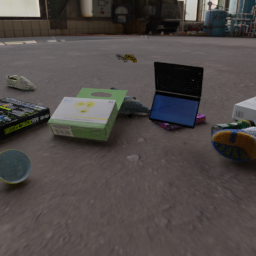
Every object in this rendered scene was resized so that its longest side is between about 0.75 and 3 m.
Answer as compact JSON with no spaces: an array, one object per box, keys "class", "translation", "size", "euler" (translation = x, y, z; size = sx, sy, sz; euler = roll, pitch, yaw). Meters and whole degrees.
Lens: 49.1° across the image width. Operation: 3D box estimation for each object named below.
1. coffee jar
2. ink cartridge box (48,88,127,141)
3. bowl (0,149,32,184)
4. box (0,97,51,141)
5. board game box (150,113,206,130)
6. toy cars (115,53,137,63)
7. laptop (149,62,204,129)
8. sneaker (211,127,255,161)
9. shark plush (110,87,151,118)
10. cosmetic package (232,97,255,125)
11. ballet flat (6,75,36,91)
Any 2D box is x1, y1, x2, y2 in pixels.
[{"class":"coffee jar","translation":[3.394,0.171,8.970],"size":[1.473,0.768,0.628],"euler":[-9,10,-23]},{"class":"ink cartridge box","translation":[-1.352,-0.831,10.337],"size":[2.081,0.686,2.860],"euler":[6,46,15]},{"class":"bowl","translation":[-2.978,1.037,7.167],"size":[0.892,0.892,0.480],"euler":[-21,-12,-40]},{"class":"box","translation":[-4.762,-0.423,10.614],"size":[2.607,0.619,2.518],"euler":[14,29,29]},{"class":"board game box","translation":[1.952,-0.380,10.951],"size":[1.875,0.303,1.125],"euler":[-12,21,-25]},{"class":"toy cars","translation":[-0.030,-2.050,8.080],"size":[0.368,0.182,0.821],"euler":[33,-9,-39]},{"class":"laptop","translation":[1.481,-1.049,8.945],"size":[1.583,1.786,0.922],"euler":[12,48,20]},{"class":"sneaker","translation":[3.556,0.412,8.326],"size":[2.376,0.894,1.047],"euler":[9,26,-4]},{"class":"shark plush","translation":[0.024,-0.715,11.660],"size":[2.394,1.087,0.997],"euler":[19,43,-6]},{"class":"cosmetic package","translation":[5.709,-0.516,10.767],"size":[1.944,0.666,2.578],"euler":[-16,28,-39]},{"class":"ballet flat","translation":[-6.037,-2.545,15.493],"size":[2.138,0.767,0.767],"euler":[13,26,26]}]
